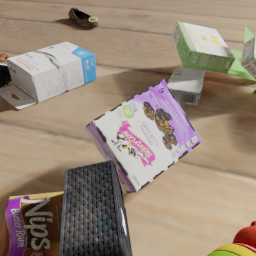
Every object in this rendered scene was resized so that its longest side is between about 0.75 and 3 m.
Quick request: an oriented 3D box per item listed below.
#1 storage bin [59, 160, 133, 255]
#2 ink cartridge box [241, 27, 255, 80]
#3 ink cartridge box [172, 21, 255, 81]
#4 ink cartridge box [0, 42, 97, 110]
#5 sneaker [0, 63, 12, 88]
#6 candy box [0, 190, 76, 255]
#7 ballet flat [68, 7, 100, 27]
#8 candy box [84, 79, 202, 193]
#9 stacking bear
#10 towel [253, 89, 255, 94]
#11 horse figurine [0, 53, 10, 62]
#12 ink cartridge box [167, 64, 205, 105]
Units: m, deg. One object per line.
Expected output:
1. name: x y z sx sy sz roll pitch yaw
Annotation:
1. storage bin: -0.417 1.408 4.072 0.777 1.121 1.658 -12 37 -1
2. ink cartridge box: 3.977 -2.107 8.217 1.436 0.473 1.973 37 54 -19
3. ink cartridge box: 3.025 -2.507 9.169 2.886 0.692 2.100 6 42 -10
4. ink cartridge box: -2.501 -1.695 8.521 2.718 0.907 1.574 -30 46 -34
5. sneaker: -4.616 -1.497 8.326 2.369 0.852 0.859 -20 42 -28
6. candy box: -1.319 1.828 4.091 1.097 0.531 1.880 -5 39 -4
7. ballet flat: -2.236 -5.531 13.946 0.841 0.579 2.498 -24 43 -29
8. candy box: 0.318 0.143 5.432 1.785 0.639 1.498 -33 91 -27
9. stacking bear: 1.456 1.955 3.590 1.835 1.115 1.044 -26 4 -40
10. towel: 4.252 -0.872 8.091 0.508 0.107 1.181 -21 42 -24
11. horse figurine: -5.383 -2.205 9.392 2.736 0.683 1.813 -17 40 -22
12. ink cartridge box: 1.779 -1.359 8.472 0.964 0.445 1.769 12 37 16
